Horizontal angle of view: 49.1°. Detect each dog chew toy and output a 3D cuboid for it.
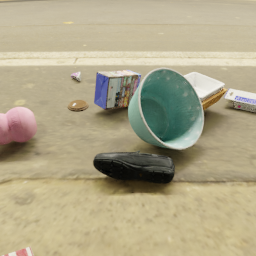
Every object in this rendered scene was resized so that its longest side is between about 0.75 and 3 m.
[{"bbox_3d":[-4.415,0.000,10.112,2.080,1.295,1.295,-15,36,-23],"label":"dog chew toy"}]

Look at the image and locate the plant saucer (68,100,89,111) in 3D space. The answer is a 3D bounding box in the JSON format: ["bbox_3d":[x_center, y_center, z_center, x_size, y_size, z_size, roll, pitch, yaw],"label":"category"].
[{"bbox_3d":[-2.310,-1.059,12.973,0.988,0.146,0.988,0,34,0],"label":"plant saucer"}]

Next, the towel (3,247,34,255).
[{"bbox_3d":[-2.595,3.131,6.273,0.994,0.113,0.716,-9,39,-32],"label":"towel"}]

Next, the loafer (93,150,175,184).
[{"bbox_3d":[0.195,1.142,8.867,2.567,0.872,0.901,8,39,1],"label":"loafer"}]

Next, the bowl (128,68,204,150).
[{"bbox_3d":[1.174,-0.517,10.125,2.922,2.922,1.528,-27,1,-36],"label":"bowl"}]

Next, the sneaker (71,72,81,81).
[{"bbox_3d":[-2.909,-2.829,15.600,0.558,0.355,0.979,-9,26,-3],"label":"sneaker"}]

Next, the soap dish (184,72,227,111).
[{"bbox_3d":[2.905,-1.515,12.087,1.837,0.949,2.335,31,40,31],"label":"soap dish"}]

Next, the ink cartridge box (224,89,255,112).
[{"bbox_3d":[5.777,-1.185,12.884,2.536,0.470,1.201,18,37,22],"label":"ink cartridge box"}]

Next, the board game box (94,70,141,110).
[{"bbox_3d":[-0.466,-1.728,12.460,1.849,1.474,0.895,-12,31,-40],"label":"board game box"}]
